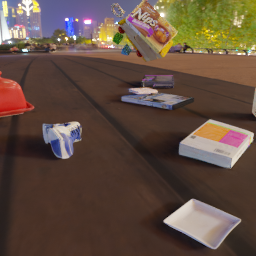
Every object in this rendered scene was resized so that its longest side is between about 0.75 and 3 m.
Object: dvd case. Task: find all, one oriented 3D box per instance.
[{"bbox_3d":[1.387,-1.339,13.088,2.817,0.247,2.010,13,22,36],"label":"dvd case"}]

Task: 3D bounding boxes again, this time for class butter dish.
[{"bbox_3d":[-5.154,-1.418,11.000,2.306,1.704,2.299,-12,23,-34],"label":"butter dish"}]

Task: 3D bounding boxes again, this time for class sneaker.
[{"bbox_3d":[-1.684,0.180,7.767,1.024,0.716,1.773,-12,20,-26],"label":"sneaker"}]

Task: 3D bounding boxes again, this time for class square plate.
[{"bbox_3d":[1.210,1.549,4.572,0.921,0.132,0.930,17,25,40],"label":"square plate"}]

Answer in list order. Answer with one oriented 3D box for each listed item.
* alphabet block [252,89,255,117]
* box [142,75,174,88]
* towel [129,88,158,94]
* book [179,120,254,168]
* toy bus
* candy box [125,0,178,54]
[{"bbox_3d":[5.359,-0.886,10.405,1.100,1.094,1.120,5,18,10],"label":"alphabet block"},{"bbox_3d":[1.890,-2.932,17.530,1.906,0.481,2.667,2,17,8],"label":"box"},{"bbox_3d":[0.742,-1.833,13.938,1.103,0.178,1.053,-9,18,-27],"label":"towel"},{"bbox_3d":[2.462,0.380,7.618,1.360,0.489,2.035,16,25,34],"label":"book"},{"bbox_3d":[0.681,-3.947,11.285,2.399,2.542,1.314,29,67,12],"label":"toy bus"},{"bbox_3d":[0.725,-3.148,8.708,0.847,1.452,0.410,-45,3,1],"label":"candy box"}]
